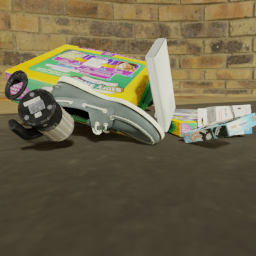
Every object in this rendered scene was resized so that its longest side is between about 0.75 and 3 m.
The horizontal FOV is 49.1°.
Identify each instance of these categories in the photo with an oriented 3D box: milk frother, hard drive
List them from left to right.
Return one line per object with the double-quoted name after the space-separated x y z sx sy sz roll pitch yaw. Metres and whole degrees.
-1.313 -0.313 4.137 0.804 0.890 0.838 -8 -19 4 "milk frother"
0.690 -0.855 5.639 0.208 1.584 1.045 0 35 21 "hard drive"

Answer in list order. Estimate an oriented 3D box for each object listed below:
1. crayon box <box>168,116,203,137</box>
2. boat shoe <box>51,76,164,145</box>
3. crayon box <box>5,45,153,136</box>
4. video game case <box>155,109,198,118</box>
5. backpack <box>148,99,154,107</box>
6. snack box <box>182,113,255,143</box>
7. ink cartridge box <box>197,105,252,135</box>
1.465 -0.046 6.242 1.126 0.328 0.971 -2 10 -15 "crayon box"
-0.488 -0.171 5.128 2.345 0.725 0.854 27 -24 17 "boat shoe"
-0.933 -1.145 7.041 2.997 0.873 2.585 16 34 15 "crayon box"
2.172 -0.483 9.794 1.752 0.225 1.928 6 10 37 "video game case"
0.002 -1.830 12.046 2.277 1.441 1.900 30 -28 -36 "backpack"
1.520 0.017 4.754 0.653 0.209 1.124 -18 0 -26 "snack box"
1.957 -0.140 5.668 1.036 0.600 0.346 -4 1 -16 "ink cartridge box"
